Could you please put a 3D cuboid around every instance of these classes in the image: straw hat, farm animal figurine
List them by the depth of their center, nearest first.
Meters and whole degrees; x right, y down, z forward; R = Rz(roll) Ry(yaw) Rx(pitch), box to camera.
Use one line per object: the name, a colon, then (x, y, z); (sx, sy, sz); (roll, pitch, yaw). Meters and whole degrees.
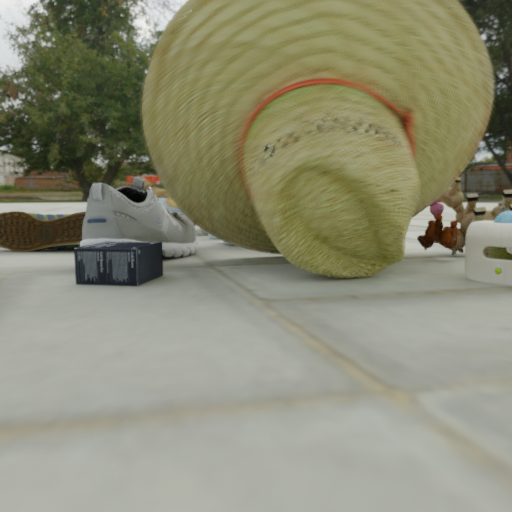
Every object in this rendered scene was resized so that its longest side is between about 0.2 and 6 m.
straw hat: (0.862, -0.816, 6.353); (4.553, 4.553, 1.927); (-1, 48, -10)
farm animal figurine: (3.229, -0.527, 8.555); (1.758, 0.927, 1.778); (7, 43, 19)

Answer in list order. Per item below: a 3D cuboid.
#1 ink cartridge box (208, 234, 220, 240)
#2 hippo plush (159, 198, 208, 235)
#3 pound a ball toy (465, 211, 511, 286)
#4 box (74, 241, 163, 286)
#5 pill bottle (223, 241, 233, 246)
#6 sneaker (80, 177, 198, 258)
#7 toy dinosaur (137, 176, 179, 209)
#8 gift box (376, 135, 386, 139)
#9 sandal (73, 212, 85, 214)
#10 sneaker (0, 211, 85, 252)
ink cartridge box: (-0.578, -0.825, 11.822); (0.442, 0.766, 1.056); (2, 15, 30)
hippo plush: (-1.091, -1.181, 13.221); (2.615, 2.083, 2.103); (-3, 31, 24)
pound a ball toy: (3.078, -0.045, 5.656); (1.873, 0.796, 1.221); (6, 9, 44)
box: (-1.511, 0.074, 6.259); (0.719, 0.411, 0.790); (0, 7, 11)
pill bottle: (-0.447, -0.435, 10.381); (0.463, 0.463, 0.824); (-1, 7, -4)
sneaker: (-1.553, -0.551, 8.188); (1.090, 1.196, 2.917); (1, 7, 9)
toy dinosaur: (-0.870, -0.906, 8.752); (2.107, 0.613, 1.065); (11, 27, 26)
gift box: (1.576, -0.988, 8.793); (1.403, 1.502, 1.386); (-6, 48, -7)
sandal: (-3.837, -0.406, 10.505); (2.374, 0.535, 0.892); (-19, 9, -24)
sneaker: (-3.433, -0.375, 9.510); (2.012, 0.675, 0.903); (-1, -5, 9)
